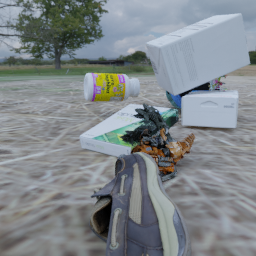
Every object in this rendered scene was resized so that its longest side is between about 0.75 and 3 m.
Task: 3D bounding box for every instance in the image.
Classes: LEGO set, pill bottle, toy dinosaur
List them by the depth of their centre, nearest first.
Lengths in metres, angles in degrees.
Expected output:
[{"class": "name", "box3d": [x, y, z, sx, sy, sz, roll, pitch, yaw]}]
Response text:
[{"class": "toy dinosaur", "box3d": [0.599, 0.415, 5.731, 2.131, 1.089, 1.446, 8, 39, -55]}, {"class": "LEGO set", "box3d": [3.421, -1.722, 10.252, 0.547, 0.676, 1.470, 15, 42, 29]}, {"class": "pill bottle", "box3d": [-0.617, -1.565, 10.857, 2.057, 1.072, 1.072, -2, 13, -20]}]

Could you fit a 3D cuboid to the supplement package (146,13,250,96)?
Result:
[{"class": "supplement package", "box3d": [2.347, -2.565, 9.628, 2.845, 1.725, 1.704, -22, 23, -4]}]

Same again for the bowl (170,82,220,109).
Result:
[{"class": "bowl", "box3d": [2.928, -1.667, 12.077, 2.228, 2.228, 0.437, -3, -25, -12]}]

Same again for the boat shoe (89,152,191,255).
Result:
[{"class": "boat shoe", "box3d": [-0.032, 0.920, 3.447, 0.906, 0.920, 2.471, -2, 12, -9]}]

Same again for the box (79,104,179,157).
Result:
[{"class": "box", "box3d": [0.089, 0.003, 7.329, 1.634, 0.411, 2.264, 10, 32, 35]}]

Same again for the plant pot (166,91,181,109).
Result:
[{"class": "plant pot", "box3d": [2.980, -1.930, 13.510, 2.159, 2.159, 2.115, 9, 24, 32]}]

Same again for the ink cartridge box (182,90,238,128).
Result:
[{"class": "ink cartridge box", "box3d": [2.936, -0.738, 9.859, 1.736, 1.011, 2.401, 3, 13, 21]}]
